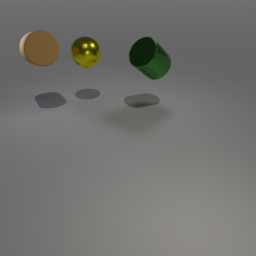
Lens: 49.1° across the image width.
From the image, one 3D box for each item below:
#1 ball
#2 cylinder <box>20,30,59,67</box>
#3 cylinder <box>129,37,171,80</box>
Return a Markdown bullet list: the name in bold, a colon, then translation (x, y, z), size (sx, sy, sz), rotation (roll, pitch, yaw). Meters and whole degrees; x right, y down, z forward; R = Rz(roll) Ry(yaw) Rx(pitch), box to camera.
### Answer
- **ball**: translation (-1.949, -3.477, 12.885), size (1.400, 1.400, 1.400), rotation (0, 29, 0)
- **cylinder**: translation (-3.737, -3.338, 11.765), size (1.400, 1.400, 1.400), rotation (-14, 21, -23)
- **cylinder**: translation (0.969, -3.003, 12.196), size (1.400, 1.400, 1.400), rotation (24, 0, 36)
